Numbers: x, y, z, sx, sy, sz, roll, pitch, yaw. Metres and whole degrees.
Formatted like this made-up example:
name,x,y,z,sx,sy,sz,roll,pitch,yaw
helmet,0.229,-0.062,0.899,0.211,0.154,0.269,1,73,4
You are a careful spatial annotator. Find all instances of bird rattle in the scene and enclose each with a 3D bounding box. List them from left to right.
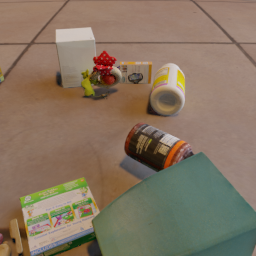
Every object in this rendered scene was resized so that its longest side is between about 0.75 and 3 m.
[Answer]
name,x,y,z,sx,sy,sz,roll,pitch,yaw
bird rattle,-1.098,-2.401,12.421,1.779,2.183,1.230,12,51,-42

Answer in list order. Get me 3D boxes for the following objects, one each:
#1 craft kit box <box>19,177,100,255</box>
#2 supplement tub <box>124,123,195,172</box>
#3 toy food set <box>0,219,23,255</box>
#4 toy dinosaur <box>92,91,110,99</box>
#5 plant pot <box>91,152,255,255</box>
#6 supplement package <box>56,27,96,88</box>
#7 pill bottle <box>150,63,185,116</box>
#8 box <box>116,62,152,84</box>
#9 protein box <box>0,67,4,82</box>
name,x,y,z,sx,sy,sz,roll,pitch,yaw
craft kit box,-1.779,2.354,7.511,1.903,0.462,1.879,-15,43,-19
supplement tub,1.067,0.767,8.372,2.247,1.202,1.202,27,45,29
toy food set,-3.602,3.103,6.645,2.176,0.343,1.383,-22,42,-15
toy dinosaur,-1.135,-1.441,12.625,0.930,0.271,0.470,-22,27,-37
plant pot,0.863,2.377,6.257,2.991,2.114,2.113,-19,41,-12
supplement package,-2.429,-3.365,13.381,1.722,2.269,1.710,-7,38,-9
pill bottle,1.754,-1.789,12.082,1.384,1.384,2.656,6,38,8
box,0.271,-2.658,13.490,1.735,1.033,0.360,2,37,1
protein box,-6.750,-2.727,13.601,0.994,1.001,0.675,15,40,18
